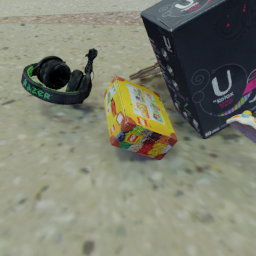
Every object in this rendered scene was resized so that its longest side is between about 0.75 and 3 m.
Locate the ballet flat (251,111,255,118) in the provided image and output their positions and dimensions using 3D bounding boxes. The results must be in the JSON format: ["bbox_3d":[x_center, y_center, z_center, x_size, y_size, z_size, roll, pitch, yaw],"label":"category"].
[{"bbox_3d":[3.059,-0.525,7.404,1.451,0.457,0.498,13,47,19],"label":"ballet flat"}]

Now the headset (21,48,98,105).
[{"bbox_3d":[-1.627,-1.485,7.630,1.650,1.256,2.673,29,27,10],"label":"headset"}]

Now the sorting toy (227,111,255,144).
[{"bbox_3d":[2.183,0.014,4.907,0.783,0.419,0.705,40,16,9],"label":"sorting toy"}]

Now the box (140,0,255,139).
[{"bbox_3d":[1.778,-1.511,6.332,1.802,2.947,1.563,-30,38,-1],"label":"box"}]

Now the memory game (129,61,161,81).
[{"bbox_3d":[1.277,-1.979,8.579,2.683,0.171,2.683,-19,4,1],"label":"memory game"}]

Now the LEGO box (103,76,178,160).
[{"bbox_3d":[0.214,-0.257,6.207,1.269,0.657,1.703,19,35,-26],"label":"LEGO box"}]
